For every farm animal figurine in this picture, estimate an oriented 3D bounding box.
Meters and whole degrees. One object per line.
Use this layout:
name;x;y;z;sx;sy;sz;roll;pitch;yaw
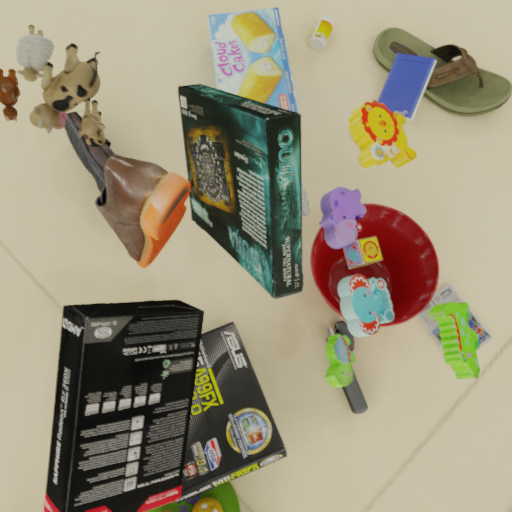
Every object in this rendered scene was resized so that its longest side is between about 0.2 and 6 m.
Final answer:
farm animal figurine;-3.203;-2.545;9.340;2.060;2.037;1.074;11;57;-40

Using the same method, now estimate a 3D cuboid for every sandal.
sandal;4.152;-4.234;12.619;3.303;0.942;1.311;30;75;9

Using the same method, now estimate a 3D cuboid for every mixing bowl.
mixing bowl;2.171;0.356;10.946;2.432;1.317;2.432;1;69;-3

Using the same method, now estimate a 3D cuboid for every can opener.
can opener;1.832;2.133;10.887;0.598;0.477;1.790;-20;75;-5

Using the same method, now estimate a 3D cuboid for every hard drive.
hard drive;3.304;-3.770;12.479;0.924;0.178;1.400;23;92;34

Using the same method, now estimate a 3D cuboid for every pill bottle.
pill bottle;1.549;-5.285;13.223;0.421;0.421;0.771;20;74;6

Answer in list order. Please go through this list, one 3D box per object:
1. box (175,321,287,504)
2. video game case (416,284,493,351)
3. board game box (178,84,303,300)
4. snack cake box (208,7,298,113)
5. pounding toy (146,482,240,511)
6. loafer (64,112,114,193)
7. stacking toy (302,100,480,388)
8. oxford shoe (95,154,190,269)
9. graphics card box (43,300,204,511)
box;-0.908;2.777;10.262;2.132;0.589;2.662;-21;58;-6
video game case;3.950;1.373;11.307;0.981;0.123;1.370;-32;75;-10
board game box;-0.358;-1.233;8.930;0.531;3.771;2.551;-13;117;-21
snack cake box;-0.103;-4.021;12.541;1.647;0.962;2.864;-8;73;-4
pounding toy;-0.975;4.765;9.755;2.281;1.059;1.761;40;77;12
loafer;-3.330;-2.123;12.114;0.763;0.871;2.423;-29;81;-24
stacking toy;1.464;0.098;8.467;0.908;2.915;3.866;-11;80;-31
oxford shoe;-1.844;-0.711;8.881;1.183;3.246;1.157;32;67;-3
graphics card box;-1.862;2.191;7.992;1.921;0.779;3.062;0;102;-42
